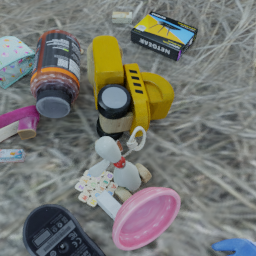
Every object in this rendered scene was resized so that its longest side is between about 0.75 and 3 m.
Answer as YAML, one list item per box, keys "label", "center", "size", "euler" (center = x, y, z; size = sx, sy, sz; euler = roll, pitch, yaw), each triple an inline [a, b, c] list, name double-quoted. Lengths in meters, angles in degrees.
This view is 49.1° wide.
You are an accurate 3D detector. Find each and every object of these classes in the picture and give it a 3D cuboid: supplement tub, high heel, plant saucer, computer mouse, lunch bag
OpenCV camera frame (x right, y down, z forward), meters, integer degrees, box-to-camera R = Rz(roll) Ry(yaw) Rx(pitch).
- label: "supplement tub"
  center: [-2.201, -1.648, 8.616]
  size: [1.445, 1.445, 2.702]
  euler: [-3, 56, -2]
- label: "high heel"
  center: [-3.726, -0.137, 8.013]
  size: [2.307, 0.777, 1.106]
  euler: [-10, 48, -2]
- label: "plant saucer"
  center: [0.359, 1.897, 6.056]
  size: [1.685, 1.685, 0.427]
  euler: [-28, 44, -18]
- label: "computer mouse"
  center: [-1.277, 2.853, 6.034]
  size: [1.816, 0.691, 2.622]
  euler: [-35, 73, -22]
- label: "lunch bag"
  center: [-3.963, -2.285, 9.357]
  size: [1.338, 0.958, 1.570]
  euler: [39, 69, 24]

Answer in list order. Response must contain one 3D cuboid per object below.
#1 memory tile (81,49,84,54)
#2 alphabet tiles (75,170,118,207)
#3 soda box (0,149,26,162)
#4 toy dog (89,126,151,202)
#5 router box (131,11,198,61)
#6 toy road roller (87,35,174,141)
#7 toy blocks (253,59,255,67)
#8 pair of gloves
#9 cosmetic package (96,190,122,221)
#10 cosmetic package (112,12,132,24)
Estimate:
- label: "memory tile"
  center: [-2.239, -2.914, 10.306]
  size: [0.858, 0.094, 1.119]
  euler: [-34, 62, -21]
- label: "alphabet tiles"
  center: [-0.815, 1.513, 7.251]
  size: [0.991, 0.074, 1.014]
  euler: [24, 58, 16]
- label: "soda box"
  center: [-3.264, 0.759, 7.642]
  size: [0.829, 0.284, 0.264]
  euler: [-1, 55, -1]
- label: "toy dog"
  center: [-0.255, 0.875, 6.718]
  size: [1.363, 2.067, 0.996]
  euler: [-30, 35, -32]
- label: "router box"
  center: [1.340, -3.458, 10.415]
  size: [2.036, 0.520, 1.519]
  euler: [28, 60, 18]
- label: "toy road roller"
  center: [0.031, -1.111, 7.940]
  size: [2.098, 1.766, 2.874]
  euler: [-8, 63, -11]
- label: "toy blocks"
  center: [5.432, -1.932, 9.259]
  size: [1.605, 0.699, 1.926]
  euler: [-27, 60, -17]
- label: "pair of gloves"
  center: [2.896, 3.486, 5.754]
  size: [2.132, 0.302, 2.652]
  euler: [-18, 57, -12]
- label: "cosmetic package"
  center: [-0.382, 1.908, 6.725]
  size: [0.789, 0.445, 0.320]
  euler: [38, 64, 20]
- label: "cosmetic package"
  center: [-0.234, -4.436, 11.247]
  size: [0.779, 0.277, 0.410]
  euler: [1, 55, 1]
